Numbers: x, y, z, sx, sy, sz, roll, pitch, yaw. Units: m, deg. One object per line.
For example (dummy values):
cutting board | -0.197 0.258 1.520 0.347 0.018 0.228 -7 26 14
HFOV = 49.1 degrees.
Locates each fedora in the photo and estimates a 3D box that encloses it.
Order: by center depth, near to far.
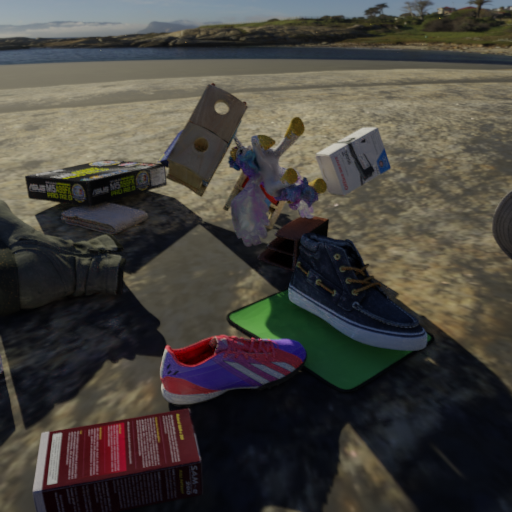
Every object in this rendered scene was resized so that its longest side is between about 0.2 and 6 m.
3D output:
fedora | 4.866 0.058 8.222 2.700 2.388 1.219 14 56 13

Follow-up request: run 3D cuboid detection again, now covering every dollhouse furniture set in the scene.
dollhouse furniture set | -0.283 -1.715 10.251 2.225 1.559 1.568 28 -8 -6

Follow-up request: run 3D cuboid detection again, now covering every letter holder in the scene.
letter holder | 0.658 -0.308 10.267 0.876 0.620 1.233 17 29 28

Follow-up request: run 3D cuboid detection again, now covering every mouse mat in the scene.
mouse mat | 1.017 1.025 8.037 1.978 0.093 2.458 -19 32 -36

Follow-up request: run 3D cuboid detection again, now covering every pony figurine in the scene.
pony figurine | 0.320 -1.293 9.636 1.697 1.967 2.038 -29 14 -24

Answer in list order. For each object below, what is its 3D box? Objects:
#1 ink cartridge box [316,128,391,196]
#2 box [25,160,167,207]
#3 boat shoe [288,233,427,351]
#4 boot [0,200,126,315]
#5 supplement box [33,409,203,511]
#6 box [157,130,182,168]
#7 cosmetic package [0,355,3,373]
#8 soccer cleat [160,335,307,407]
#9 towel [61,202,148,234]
ink cartridge box | 1.632 -1.580 9.400 1.064 0.769 0.448 -31 22 -17
box | -3.704 -1.776 13.217 2.048 0.566 2.556 10 22 30
boat shoe | 1.351 0.431 7.727 0.835 1.071 2.359 -6 20 -40
boot | -3.480 -0.071 9.551 2.091 1.084 3.201 -8 32 -28
supplement box | -1.306 2.002 5.407 1.481 0.451 0.806 -6 24 -12
box | -1.725 -2.576 13.042 1.032 0.276 1.704 -57 23 -12
cosmetic package | -3.477 1.342 6.949 0.464 0.389 0.386 5 25 11
soccer cleat | -0.224 1.246 6.783 1.897 0.694 0.647 -10 26 -21
towel | -3.245 -0.859 11.930 1.639 0.283 1.086 13 27 27
